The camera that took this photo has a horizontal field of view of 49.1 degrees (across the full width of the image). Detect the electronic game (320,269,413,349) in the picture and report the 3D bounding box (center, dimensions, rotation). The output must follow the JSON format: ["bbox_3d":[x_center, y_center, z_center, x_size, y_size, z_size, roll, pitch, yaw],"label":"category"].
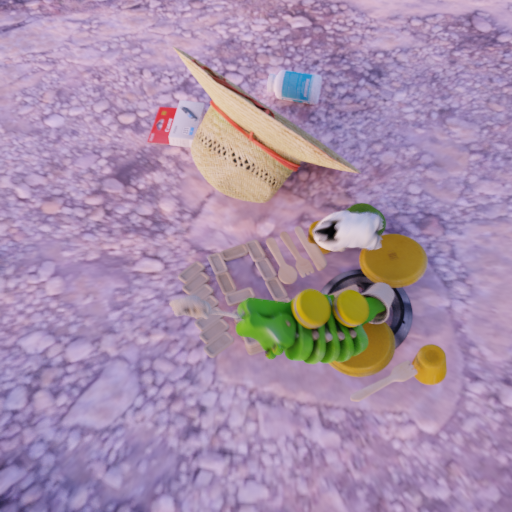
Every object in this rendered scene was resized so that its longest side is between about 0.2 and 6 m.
[{"bbox_3d":[1.962,1.030,10.240,1.750,0.364,1.750,-3,61,6],"label":"electronic game"}]

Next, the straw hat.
[{"bbox_3d":[-0.223,-2.188,11.465,4.453,4.453,1.885,41,105,24],"label":"straw hat"}]

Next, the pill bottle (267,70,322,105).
[{"bbox_3d":[0.921,-4.118,13.612,1.260,0.698,0.698,12,56,8],"label":"pill bottle"}]

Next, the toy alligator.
[{"bbox_3d":[0.522,1.149,8.455,3.729,1.106,1.012,2,65,-29],"label":"toy alligator"}]

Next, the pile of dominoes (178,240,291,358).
[{"bbox_3d":[-0.385,0.826,10.544,1.803,0.368,2.314,-18,49,-11],"label":"pile of dominoes"}]

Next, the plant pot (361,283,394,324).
[{"bbox_3d":[2.059,0.758,9.504,0.604,0.604,0.553,29,40,19],"label":"plant pot"}]

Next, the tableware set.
[{"bbox_3d":[2.015,0.671,10.193,2.656,0.605,3.943,-23,52,-7],"label":"tableware set"}]

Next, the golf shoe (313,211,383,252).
[{"bbox_3d":[1.338,-0.466,9.754,0.938,1.928,0.755,2,87,-21],"label":"golf shoe"}]

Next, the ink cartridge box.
[{"bbox_3d":[-1.884,-3.135,13.182,1.143,0.290,1.297,6,55,3],"label":"ink cartridge box"}]
